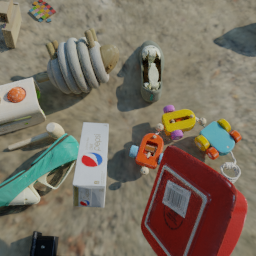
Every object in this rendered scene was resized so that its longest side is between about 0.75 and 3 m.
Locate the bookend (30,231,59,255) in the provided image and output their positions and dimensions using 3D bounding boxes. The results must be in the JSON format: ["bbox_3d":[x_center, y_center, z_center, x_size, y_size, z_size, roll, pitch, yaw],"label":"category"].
[{"bbox_3d":[-1.597,2.780,6.082,0.969,0.446,0.963,3,66,1],"label":"bookend"}]

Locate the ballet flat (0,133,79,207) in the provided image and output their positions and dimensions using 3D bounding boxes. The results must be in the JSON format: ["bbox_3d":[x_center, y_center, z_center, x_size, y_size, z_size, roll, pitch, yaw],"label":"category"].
[{"bbox_3d":[-2.146,1.221,6.575,2.607,0.878,0.917,-39,88,-13],"label":"ballet flat"}]

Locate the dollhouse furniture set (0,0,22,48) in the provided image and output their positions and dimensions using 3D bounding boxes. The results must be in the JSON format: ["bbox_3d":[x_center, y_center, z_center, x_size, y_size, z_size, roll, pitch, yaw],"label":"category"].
[{"bbox_3d":[-4.125,-3.286,8.102,1.685,1.591,1.100,6,66,-10],"label":"dollhouse furniture set"}]

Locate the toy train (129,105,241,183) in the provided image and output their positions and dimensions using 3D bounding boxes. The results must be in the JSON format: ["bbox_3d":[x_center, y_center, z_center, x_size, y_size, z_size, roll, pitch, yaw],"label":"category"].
[{"bbox_3d":[1.428,0.496,6.979,2.579,0.717,1.937,12,68,9],"label":"toy train"}]

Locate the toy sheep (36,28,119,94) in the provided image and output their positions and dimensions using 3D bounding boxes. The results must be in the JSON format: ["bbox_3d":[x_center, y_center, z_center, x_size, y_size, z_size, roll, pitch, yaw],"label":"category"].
[{"bbox_3d":[-1.348,-1.669,7.450,2.338,1.612,1.612,-14,66,10],"label":"toy sheep"}]

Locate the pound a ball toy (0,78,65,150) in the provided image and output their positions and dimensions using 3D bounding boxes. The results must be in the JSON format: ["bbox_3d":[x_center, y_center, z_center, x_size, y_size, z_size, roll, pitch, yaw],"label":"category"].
[{"bbox_3d":[-3.081,-0.287,7.071,2.563,1.089,1.671,-16,67,-6],"label":"pound a ball toy"}]

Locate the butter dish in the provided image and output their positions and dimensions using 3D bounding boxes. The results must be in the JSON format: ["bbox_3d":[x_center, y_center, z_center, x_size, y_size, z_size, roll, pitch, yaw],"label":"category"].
[{"bbox_3d":[1.130,1.306,4.234,1.232,1.667,1.662,11,101,-26],"label":"butter dish"}]

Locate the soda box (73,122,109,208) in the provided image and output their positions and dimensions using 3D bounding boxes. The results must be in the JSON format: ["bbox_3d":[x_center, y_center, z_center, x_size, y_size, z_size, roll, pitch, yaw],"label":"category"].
[{"bbox_3d":[-0.521,0.490,4.136,0.429,0.459,1.348,3,37,-5],"label":"soda box"}]

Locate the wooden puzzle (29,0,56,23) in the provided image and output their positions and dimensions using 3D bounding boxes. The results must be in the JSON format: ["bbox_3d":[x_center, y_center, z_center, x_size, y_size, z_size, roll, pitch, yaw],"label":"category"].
[{"bbox_3d":[-2.802,-3.823,9.163,0.639,0.076,1.078,-40,72,-16],"label":"wooden puzzle"}]

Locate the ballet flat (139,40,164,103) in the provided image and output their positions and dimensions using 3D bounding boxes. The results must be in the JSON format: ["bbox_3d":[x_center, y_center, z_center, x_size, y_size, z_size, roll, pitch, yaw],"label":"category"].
[{"bbox_3d":[0.702,-1.775,7.936,0.730,0.690,2.166,0,66,0],"label":"ballet flat"}]
